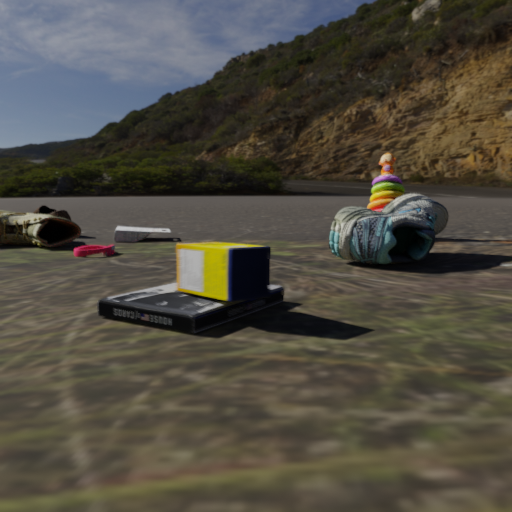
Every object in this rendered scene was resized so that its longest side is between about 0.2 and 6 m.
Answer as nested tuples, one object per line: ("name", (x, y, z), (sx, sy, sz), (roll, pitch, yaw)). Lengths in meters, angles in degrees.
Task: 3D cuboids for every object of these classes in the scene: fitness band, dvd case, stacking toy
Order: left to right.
("fitness band", (-3.195, -0.098, 11.097), (0.687, 0.179, 0.956), (-2, 7, 6))
("dvd case", (-0.680, 0.509, 6.368), (1.324, 0.218, 1.761), (5, 8, 32))
("stacking toy", (3.359, -1.626, 14.237), (1.225, 2.111, 1.159), (-8, -15, 42))

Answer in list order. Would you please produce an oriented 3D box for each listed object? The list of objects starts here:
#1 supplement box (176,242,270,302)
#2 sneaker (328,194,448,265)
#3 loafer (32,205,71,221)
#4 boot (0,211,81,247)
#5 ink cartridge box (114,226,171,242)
("supplement box", (-0.371, 0.146, 6.068), (0.547, 0.544, 0.999), (-4, 7, -42))
("sneaker", (2.764, -0.333, 10.240), (3.079, 1.195, 1.329), (-15, 28, -39))
("loafer", (-5.636, -0.969, 15.069), (2.243, 0.796, 0.819), (5, 9, 35))
("boot", (-5.139, -0.567, 12.330), (2.152, 0.775, 1.664), (-4, 10, -37))
("ink cartridge box", (-2.798, -0.518, 13.801), (1.312, 0.374, 1.067), (6, 6, -12))
